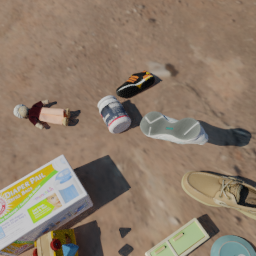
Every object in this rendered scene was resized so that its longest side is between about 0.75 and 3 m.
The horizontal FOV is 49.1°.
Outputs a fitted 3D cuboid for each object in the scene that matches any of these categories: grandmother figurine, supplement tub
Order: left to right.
[{"bbox_3d":[-3.021,-0.522,9.771,1.885,0.571,1.143,6,53,0],"label":"grandmother figurine"},{"bbox_3d":[-0.483,-0.460,9.570,0.805,0.805,1.147,-25,64,-13],"label":"supplement tub"}]

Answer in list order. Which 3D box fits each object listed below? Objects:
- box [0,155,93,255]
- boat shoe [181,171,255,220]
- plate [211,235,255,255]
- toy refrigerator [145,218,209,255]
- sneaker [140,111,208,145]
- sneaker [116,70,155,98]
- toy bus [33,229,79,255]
[{"bbox_3d":[-2.508,2.167,7.847,2.595,1.315,1.460,-31,66,-16],"label":"box"},{"bbox_3d":[3.018,1.860,8.245,2.834,0.914,1.010,16,63,9],"label":"boat shoe"},{"bbox_3d":[2.906,3.544,7.644,1.253,0.160,1.253,-3,51,4],"label":"plate"},{"bbox_3d":[1.344,3.230,7.689,1.688,0.591,0.641,-29,66,-14],"label":"toy refrigerator"},{"bbox_3d":[1.183,0.099,7.574,2.114,0.847,0.743,16,78,47],"label":"sneaker"},{"bbox_3d":[0.179,-1.663,10.435,1.585,0.554,0.713,-26,52,-15],"label":"sneaker"},{"bbox_3d":[-1.725,3.622,7.247,1.843,1.009,1.953,22,94,43],"label":"toy bus"}]
